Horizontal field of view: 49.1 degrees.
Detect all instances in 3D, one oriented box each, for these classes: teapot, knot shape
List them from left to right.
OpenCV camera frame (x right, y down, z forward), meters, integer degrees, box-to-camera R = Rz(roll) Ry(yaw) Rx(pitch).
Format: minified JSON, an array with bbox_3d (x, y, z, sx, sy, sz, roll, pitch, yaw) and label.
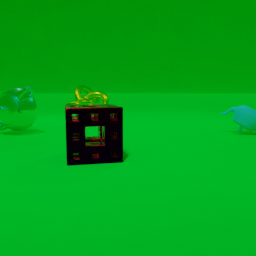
[{"bbox_3d":[-3.135,-0.450,7.571,1.886,1.173,0.924,-43,-14,21],"label":"teapot"},{"bbox_3d":[-1.880,-1.087,11.954,1.766,0.872,1.887,-21,43,-25],"label":"knot shape"},{"bbox_3d":[3.202,-0.232,7.678,1.309,0.641,0.814,35,8,22],"label":"teapot"}]

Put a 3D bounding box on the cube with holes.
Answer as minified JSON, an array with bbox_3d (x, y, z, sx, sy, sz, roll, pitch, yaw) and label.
[{"bbox_3d":[-0.634,0.072,4.987,0.928,0.928,0.928,-2,8,-13],"label":"cube with holes"}]
